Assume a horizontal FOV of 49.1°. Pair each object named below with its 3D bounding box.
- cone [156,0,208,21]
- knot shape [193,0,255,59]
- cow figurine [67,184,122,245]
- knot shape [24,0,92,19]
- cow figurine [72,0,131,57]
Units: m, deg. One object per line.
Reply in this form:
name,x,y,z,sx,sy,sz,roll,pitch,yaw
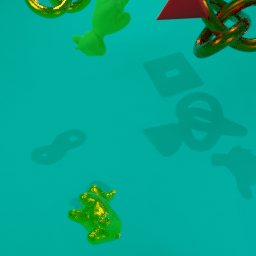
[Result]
cone,0.997,-2.480,5.782,0.972,0.969,0.969,-23,45,28
knot shape,2.193,-2.244,6.261,1.963,0.907,1.837,34,76,30
cow figurine,-0.374,1.194,3.942,0.981,0.966,0.539,38,95,36
knot shape,-1.248,-2.669,5.374,1.238,1.323,0.611,12,12,-46
cow figurine,-0.424,-1.677,4.495,0.570,1.021,1.038,25,56,-37
